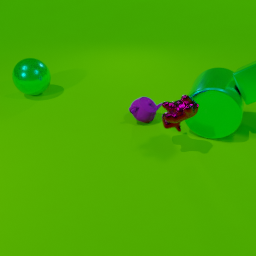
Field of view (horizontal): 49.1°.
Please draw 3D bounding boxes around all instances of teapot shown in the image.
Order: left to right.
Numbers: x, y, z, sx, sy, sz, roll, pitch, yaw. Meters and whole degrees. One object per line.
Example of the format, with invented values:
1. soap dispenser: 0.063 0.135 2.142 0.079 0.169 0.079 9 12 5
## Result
1. teapot: 0.490 -0.535 7.532 1.176 0.576 0.731 -7 60 -37

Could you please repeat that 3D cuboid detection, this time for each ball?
1. ball: -2.989 -1.591 8.708 1.144 1.144 1.144 0 34 0

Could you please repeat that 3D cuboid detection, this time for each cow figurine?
1. cow figurine: 1.148 -0.310 6.190 1.016 1.000 0.558 -21 67 33

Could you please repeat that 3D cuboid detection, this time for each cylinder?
1. cylinder: 2.207 -0.656 7.119 1.376 1.376 1.376 13 36 18

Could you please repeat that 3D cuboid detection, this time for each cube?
1. cube: 3.070 -1.140 6.579 0.815 0.815 0.815 -23 7 35
